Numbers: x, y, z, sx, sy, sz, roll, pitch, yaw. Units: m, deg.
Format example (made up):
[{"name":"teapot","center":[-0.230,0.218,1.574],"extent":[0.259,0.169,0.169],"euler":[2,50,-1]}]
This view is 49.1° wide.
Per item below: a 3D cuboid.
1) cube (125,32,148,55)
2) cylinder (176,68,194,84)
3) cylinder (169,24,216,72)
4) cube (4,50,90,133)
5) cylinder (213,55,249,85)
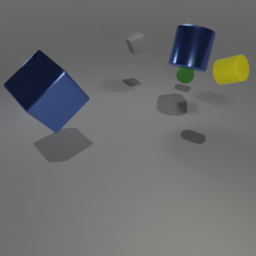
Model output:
[{"name":"cube","center":[0.392,-3.929,13.018],"extent":[0.700,0.700,0.700],"euler":[-28,36,-7]},{"name":"cylinder","center":[2.489,-2.318,12.253],"extent":[0.700,0.700,0.700],"euler":[3,13,5]},{"name":"cylinder","center":[2.308,-2.867,10.174],"extent":[1.400,1.400,1.400],"euler":[12,11,-2]},{"name":"cube","center":[-2.227,-0.997,7.796],"extent":[1.400,1.400,1.400],"euler":[-47,58,-5]},{"name":"cylinder","center":[2.800,-1.576,7.626],"extent":[0.700,0.700,0.700],"euler":[-28,16,-36]}]
